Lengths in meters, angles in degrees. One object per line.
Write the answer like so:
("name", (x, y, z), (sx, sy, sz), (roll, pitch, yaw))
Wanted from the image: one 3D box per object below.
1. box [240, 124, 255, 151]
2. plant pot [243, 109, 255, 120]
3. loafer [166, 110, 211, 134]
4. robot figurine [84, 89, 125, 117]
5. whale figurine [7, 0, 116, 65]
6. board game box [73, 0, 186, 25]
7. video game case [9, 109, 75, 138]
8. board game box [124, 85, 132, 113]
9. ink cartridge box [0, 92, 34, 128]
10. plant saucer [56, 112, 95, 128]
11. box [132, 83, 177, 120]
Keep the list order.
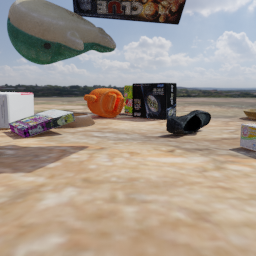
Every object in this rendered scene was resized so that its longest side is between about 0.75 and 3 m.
("box", (2.745, 0.207, 5.543), (0.545, 0.491, 0.969), (-1, 8, -14))
("plant pot", (6.232, -0.545, 11.684), (2.680, 0.368, 2.680), (0, 8, 0))
("loafer", (1.835, -0.132, 7.853), (1.833, 0.622, 0.644), (-12, 20, -41))
("robot figurine", (-1.038, -1.150, 12.807), (1.606, 1.302, 2.233), (-29, 23, -27))
("whale figurine", (-1.482, -2.001, 6.347), (2.373, 1.231, 1.888), (2, 37, -38))
("board game box", (0.065, -3.341, 6.406), (2.684, 0.464, 1.818), (3, -31, -4))
("video game case", (-2.473, -0.169, 7.955), (1.445, 0.285, 1.594), (-22, 18, -31))
("board game box", (1.045, -1.454, 14.255), (0.685, 1.462, 2.879), (-8, 11, -44))
("ink cartridge box", (-4.841, -0.643, 9.474), (2.658, 1.121, 1.924), (1, 8, 5))
("plant saucer", (-2.300, -0.307, 9.883), (2.259, 0.389, 2.259), (-1, 8, 0))
("box", (1.112, -1.193, 12.138), (1.854, 1.518, 0.798), (8, 11, 41))
